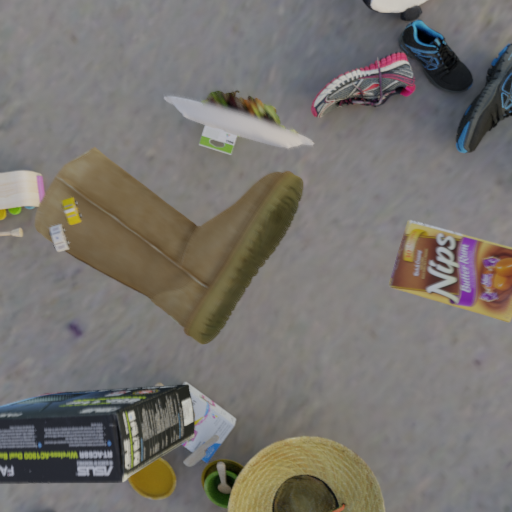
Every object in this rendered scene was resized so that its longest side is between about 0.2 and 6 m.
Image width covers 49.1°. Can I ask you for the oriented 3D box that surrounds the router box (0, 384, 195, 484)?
[{"bbox_3d":[-2.455,2.374,7.626,2.664,1.997,0.828,-8,85,17],"label":"router box"}]

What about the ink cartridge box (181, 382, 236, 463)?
[{"bbox_3d":[-1.170,3.188,10.787,1.271,0.538,0.919,36,88,3],"label":"ink cartridge box"}]

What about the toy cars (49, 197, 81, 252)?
[{"bbox_3d":[-2.649,-0.432,7.733,0.349,0.172,0.778,24,90,-4],"label":"toy cars"}]

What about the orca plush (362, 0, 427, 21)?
[{"bbox_3d":[3.250,-5.923,11.123,3.212,1.690,1.142,-37,56,0],"label":"orca plush"}]

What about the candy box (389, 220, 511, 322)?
[{"bbox_3d":[2.817,0.192,7.844,1.682,0.475,0.982,16,101,13],"label":"candy box"}]

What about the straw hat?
[{"bbox_3d":[0.889,4.663,10.338,2.968,1.256,2.968,0,87,1],"label":"straw hat"}]

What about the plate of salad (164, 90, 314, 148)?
[{"bbox_3d":[-0.214,-2.091,8.303,2.300,2.300,0.552,18,98,1],"label":"plate of salad"}]

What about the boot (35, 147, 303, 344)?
[{"bbox_3d":[-1.413,-0.717,8.479,3.394,1.123,2.973,34,91,17],"label":"boot"}]

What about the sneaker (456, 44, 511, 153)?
[{"bbox_3d":[4.810,-2.999,11.027,0.989,0.884,2.415,31,87,2],"label":"sneaker"}]

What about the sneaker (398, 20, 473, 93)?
[{"bbox_3d":[3.612,-3.950,11.168,1.782,0.730,0.652,40,87,2],"label":"sneaker"}]

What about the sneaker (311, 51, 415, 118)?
[{"bbox_3d":[2.113,-3.254,11.051,2.193,0.884,0.819,-24,89,-2],"label":"sneaker"}]

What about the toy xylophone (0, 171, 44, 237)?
[{"bbox_3d":[-5.212,-1.031,11.090,1.972,0.496,1.444,0,86,0],"label":"toy xylophone"}]

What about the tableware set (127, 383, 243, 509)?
[{"bbox_3d":[-1.468,4.085,10.418,3.243,0.498,2.185,46,110,-3],"label":"tableware set"}]

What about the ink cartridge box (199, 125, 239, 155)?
[{"bbox_3d":[-0.677,-2.545,11.257,0.714,0.366,0.966,18,87,1],"label":"ink cartridge box"}]
